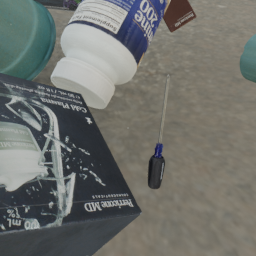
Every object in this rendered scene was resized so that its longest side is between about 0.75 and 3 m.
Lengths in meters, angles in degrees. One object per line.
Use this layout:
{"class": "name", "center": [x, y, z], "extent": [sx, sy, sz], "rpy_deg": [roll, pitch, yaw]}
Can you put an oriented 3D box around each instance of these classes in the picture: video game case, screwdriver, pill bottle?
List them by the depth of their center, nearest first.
{"class": "screwdriver", "center": [0.495, 0.094, 3.999], "extent": [0.245, 1.687, 0.235], "rpy_deg": [2, 16, -29]}
{"class": "pill bottle", "center": [-0.346, -1.926, 5.723], "extent": [1.612, 1.612, 2.904], "rpy_deg": [20, 75, 20]}
{"class": "video game case", "center": [-1.948, -4.090, 8.016], "extent": [2.442, 2.220, 0.285], "rpy_deg": [0, 80, -18]}

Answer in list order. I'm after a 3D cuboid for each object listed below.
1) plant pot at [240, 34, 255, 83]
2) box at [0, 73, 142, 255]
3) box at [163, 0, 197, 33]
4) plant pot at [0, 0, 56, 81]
{"class": "plant pot", "center": [2.536, -1.061, 4.527], "extent": [1.151, 1.151, 1.127], "rpy_deg": [-22, 32, -21]}
{"class": "box", "center": [-1.083, 0.413, 2.672], "extent": [1.731, 1.073, 1.701], "rpy_deg": [9, 42, -47]}
{"class": "box", "center": [1.207, -3.720, 8.071], "extent": [0.848, 1.693, 0.634], "rpy_deg": [-28, 13, 22]}
{"class": "plant pot", "center": [-3.585, -2.580, 6.467], "extent": [2.795, 2.737, 2.795], "rpy_deg": [-3, 77, 15]}
